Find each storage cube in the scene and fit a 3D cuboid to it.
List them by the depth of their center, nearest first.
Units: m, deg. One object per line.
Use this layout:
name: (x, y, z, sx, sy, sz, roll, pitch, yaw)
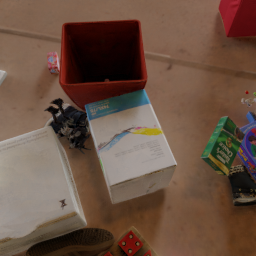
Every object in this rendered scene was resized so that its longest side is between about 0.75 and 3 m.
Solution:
storage cube: (5.592, -5.691, 12.678, 2.474, 2.224, 2.115, -3, 62, -1)

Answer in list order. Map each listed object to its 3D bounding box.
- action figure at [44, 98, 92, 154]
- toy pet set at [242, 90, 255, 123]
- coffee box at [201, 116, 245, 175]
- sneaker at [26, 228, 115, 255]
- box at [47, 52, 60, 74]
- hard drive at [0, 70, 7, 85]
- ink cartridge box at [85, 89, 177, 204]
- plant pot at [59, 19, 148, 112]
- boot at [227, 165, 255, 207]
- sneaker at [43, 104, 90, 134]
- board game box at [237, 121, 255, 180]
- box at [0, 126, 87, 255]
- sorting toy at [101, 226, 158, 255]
action figure: (-2.183, 0.088, 9.857, 2.131, 1.266, 1.087, 57, 36, 0)
toy pet set: (4.874, -0.774, 10.957, 1.245, 0.661, 1.162, 2, 59, -42)
coffee box: (2.964, 0.551, 8.653, 0.978, 0.350, 1.590, 42, 67, -18)
sneaker: (-1.669, 3.749, 8.378, 2.601, 0.982, 0.916, -4, 18, -21)
box: (-3.227, -2.814, 12.113, 0.423, 0.441, 0.886, -10, 62, -5)
hard drive: (-6.165, -2.115, 11.853, 1.708, 0.228, 1.127, 15, 62, 9)
ink cartridge box: (0.020, 0.647, 9.267, 2.082, 2.091, 2.851, -16, 62, -9)
plant pot: (-0.873, -2.045, 10.523, 2.832, 2.495, 2.829, -3, 61, -2)
boot: (4.254, 1.877, 9.445, 1.763, 0.636, 1.332, -7, 59, -4)
sneaker: (-2.246, 0.018, 10.406, 1.352, 0.711, 1.871, 26, 63, 16)
board game box: (5.267, 0.466, 10.155, 2.677, 0.599, 1.800, -24, 68, -12)
box: (-3.174, 1.990, 8.611, 2.967, 1.949, 2.982, -18, 63, -10)
sorting toy: (0.084, 4.040, 8.292, 1.602, 0.558, 1.593, -38, 68, -19)
